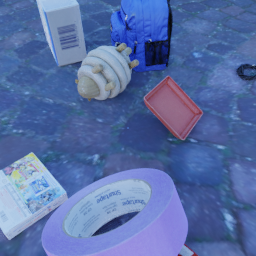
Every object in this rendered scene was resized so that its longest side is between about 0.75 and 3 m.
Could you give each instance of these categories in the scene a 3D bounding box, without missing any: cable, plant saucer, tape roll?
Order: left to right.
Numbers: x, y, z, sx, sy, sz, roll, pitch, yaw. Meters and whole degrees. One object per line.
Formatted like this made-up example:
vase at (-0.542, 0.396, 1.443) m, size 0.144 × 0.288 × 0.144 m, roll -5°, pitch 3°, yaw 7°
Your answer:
tape roll at (-0.245, 1.801, 5.366) m, size 2.621 × 0.860 × 2.621 m, roll -21°, pitch 15°, yaw 6°
plant saucer at (1.379, -0.613, 8.635) m, size 1.693 × 0.311 × 1.697 m, roll 47°, pitch 48°, yaw -1°
cable at (4.693, -2.209, 10.840) m, size 0.934 × 0.291 × 1.145 m, roll 32°, pitch 53°, yaw 29°

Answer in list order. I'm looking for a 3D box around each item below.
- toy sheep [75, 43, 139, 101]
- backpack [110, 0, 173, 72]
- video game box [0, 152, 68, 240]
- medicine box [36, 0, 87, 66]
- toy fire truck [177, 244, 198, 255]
toy sheep at (-0.675, -1.933, 9.480) m, size 1.872 × 1.872 × 2.715 m, roll 30°, pitch 57°, yaw 27°
backpack at (0.512, -3.800, 10.671) m, size 2.335 × 2.782 × 2.261 m, roll -9°, pitch 46°, yaw -10°
video game box at (-2.611, 1.570, 6.899) m, size 1.571 × 0.404 × 1.724 m, roll -33°, pitch 53°, yaw -26°
medicine box at (-2.730, -4.212, 11.418) m, size 1.297 × 2.296 × 2.520 m, roll -18°, pitch 47°, yaw -14°
toy fire truck at (0.680, 3.076, 4.864) m, size 1.726 × 1.153 × 2.056 m, roll 37°, pitch 55°, yaw 24°
